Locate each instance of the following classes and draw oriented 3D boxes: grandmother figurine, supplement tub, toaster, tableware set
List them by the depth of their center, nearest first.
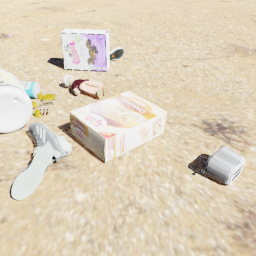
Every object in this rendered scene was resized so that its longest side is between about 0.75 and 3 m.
[{"bbox_3d":[2.618,1.031,7.597,0.762,0.671,1.180,30,42,34],"label":"toaster"},{"bbox_3d":[-4.461,-1.042,9.832,1.680,1.680,2.317,-18,38,-25],"label":"supplement tub"},{"bbox_3d":[-3.470,-0.914,10.990,1.195,0.272,1.775,-5,34,-2],"label":"tableware set"},{"bbox_3d":[-1.900,-1.849,12.080,2.141,0.648,1.298,19,28,23],"label":"grandmother figurine"}]

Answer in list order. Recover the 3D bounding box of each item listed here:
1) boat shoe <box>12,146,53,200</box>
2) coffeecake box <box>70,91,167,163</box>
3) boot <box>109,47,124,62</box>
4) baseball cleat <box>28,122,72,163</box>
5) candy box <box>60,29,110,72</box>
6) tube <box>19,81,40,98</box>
[{"bbox_3d":[-2.470,1.213,7.379,0.587,0.468,1.551,34,61,-2],"label":"boat shoe"},{"bbox_3d":[-0.315,-0.169,9.115,2.499,0.913,1.918,-24,42,-34],"label":"coffeecake box"},{"bbox_3d":[-1.166,-4.158,15.615,1.283,0.644,1.778,26,45,36],"label":"boot"},{"bbox_3d":[-2.633,0.423,8.528,1.971,0.687,1.049,20,45,34],"label":"baseball cleat"},{"bbox_3d":[-2.089,-3.867,13.969,2.251,1.888,0.805,4,33,6],"label":"candy box"},{"bbox_3d":[-5.040,-1.681,11.703,2.632,0.663,1.019,6,26,7],"label":"tube"}]
